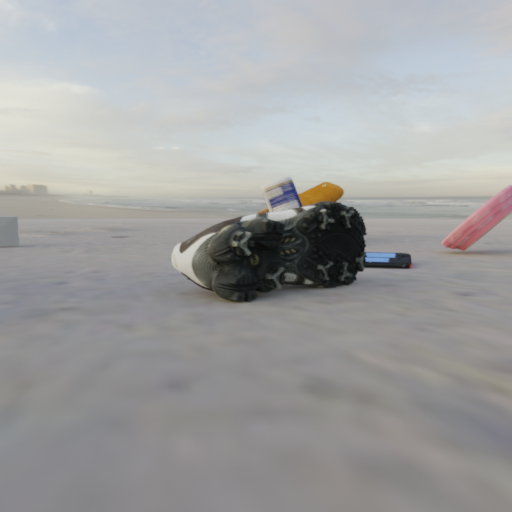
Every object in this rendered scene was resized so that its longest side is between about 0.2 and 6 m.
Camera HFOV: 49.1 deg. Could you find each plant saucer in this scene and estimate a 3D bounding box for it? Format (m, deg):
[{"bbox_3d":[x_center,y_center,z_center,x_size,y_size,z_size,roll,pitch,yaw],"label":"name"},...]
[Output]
[{"bbox_3d":[3.746,-0.561,9.261,1.432,0.363,1.432,-36,-14,-10],"label":"plant saucer"}]

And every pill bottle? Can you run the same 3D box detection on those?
[{"bbox_3d":[0.569,-0.888,10.724,0.635,1.144,0.635,-20,3,1],"label":"pill bottle"}]

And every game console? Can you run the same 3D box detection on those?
[{"bbox_3d":[1.541,0.055,7.449,1.009,0.157,0.893,1,4,15],"label":"game console"}]

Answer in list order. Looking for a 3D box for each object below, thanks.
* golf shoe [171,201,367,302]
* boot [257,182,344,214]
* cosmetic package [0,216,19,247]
[{"bbox_3d":[0.195,-0.100,5.254,2.149,0.836,1.015,-3,5,-44],"label":"golf shoe"},{"bbox_3d":[1.309,-1.155,12.970,1.896,0.932,2.648,-27,18,-19],"label":"boot"},{"bbox_3d":[-5.328,-0.473,10.990,1.202,0.642,0.542,-1,5,-34],"label":"cosmetic package"}]
